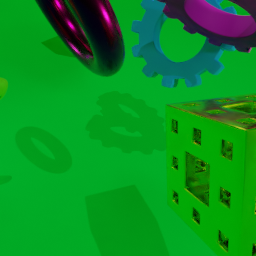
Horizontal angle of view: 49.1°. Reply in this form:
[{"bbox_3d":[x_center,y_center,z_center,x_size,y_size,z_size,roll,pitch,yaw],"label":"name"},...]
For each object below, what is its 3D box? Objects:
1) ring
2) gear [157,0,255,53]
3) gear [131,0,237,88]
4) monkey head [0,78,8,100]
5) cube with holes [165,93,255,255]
[{"bbox_3d":[-0.692,-1.435,3.391,0.374,1.872,1.872,-38,52,-10],"label":"ring"},{"bbox_3d":[1.381,-1.754,4.026,2.079,2.079,0.384,26,92,26],"label":"gear"},{"bbox_3d":[1.073,-1.858,5.609,2.078,2.078,0.384,22,18,23],"label":"gear"},{"bbox_3d":[-1.981,-0.738,3.105,1.135,1.577,0.950,3,62,-42],"label":"monkey head"},{"bbox_3d":[1.104,0.351,2.576,1.115,1.115,1.115,-8,16,-18],"label":"cube with holes"}]
